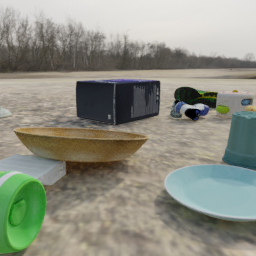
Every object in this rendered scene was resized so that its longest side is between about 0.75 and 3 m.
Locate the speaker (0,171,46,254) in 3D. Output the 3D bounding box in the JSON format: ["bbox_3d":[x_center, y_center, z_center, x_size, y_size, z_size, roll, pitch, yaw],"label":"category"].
[{"bbox_3d":[-2.203,0.915,3.465,2.225,0.984,0.984,3,13,14],"label":"speaker"}]

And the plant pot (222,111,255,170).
[{"bbox_3d":[2.719,0.224,6.208,1.121,1.098,1.121,1,13,0],"label":"plant pot"}]

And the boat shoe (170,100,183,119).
[{"bbox_3d":[2.063,-0.795,11.867,0.539,0.457,1.480,5,25,8],"label":"boat shoe"}]

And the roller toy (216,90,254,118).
[{"bbox_3d":[4.528,-1.064,11.912,1.456,1.115,1.596,4,13,17],"label":"roller toy"}]

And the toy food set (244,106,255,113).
[{"bbox_3d":[5.726,-0.307,9.383,2.964,0.728,2.994,-8,15,-31],"label":"toy food set"}]

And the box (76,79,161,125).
[{"bbox_3d":[-0.348,-1.204,11.568,2.177,1.535,2.942,11,16,38],"label":"box"}]

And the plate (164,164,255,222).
[{"bbox_3d":[1.586,1.035,4.507,2.017,0.258,2.017,1,13,0],"label":"plate"}]

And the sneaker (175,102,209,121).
[{"bbox_3d":[2.686,-0.583,11.138,1.520,0.614,0.878,3,24,-28],"label":"sneaker"}]

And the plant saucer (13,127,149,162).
[{"bbox_3d":[-0.997,0.336,6.220,2.911,0.515,2.911,3,2,0],"label":"plant saucer"}]

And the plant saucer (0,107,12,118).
[{"bbox_3d":[-5.772,-0.682,11.901,1.539,0.386,1.539,0,12,0],"label":"plant saucer"}]

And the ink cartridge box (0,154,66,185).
[{"bbox_3d":[-1.994,0.900,5.008,1.189,0.351,1.486,5,17,17],"label":"ink cartridge box"}]

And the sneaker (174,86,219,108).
[{"bbox_3d":[3.737,-1.559,14.890,2.649,1.034,1.128,14,9,18],"label":"sneaker"}]
